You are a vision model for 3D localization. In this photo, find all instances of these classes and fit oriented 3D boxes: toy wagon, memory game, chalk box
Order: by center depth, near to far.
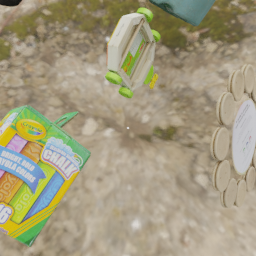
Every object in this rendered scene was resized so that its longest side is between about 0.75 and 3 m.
[{"bbox_3d":[1.271,0.105,3.129,0.103,1.612,1.612,7,61,40],"label":"memory game"},{"bbox_3d":[-1.315,0.397,3.705,1.069,1.077,1.725,41,68,-25],"label":"chalk box"},{"bbox_3d":[0.150,-1.160,4.847,0.324,1.638,1.271,22,81,24],"label":"toy wagon"}]

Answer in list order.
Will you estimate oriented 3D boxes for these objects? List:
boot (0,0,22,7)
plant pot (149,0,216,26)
[{"bbox_3d":[-2.984,-3.507,6.016,1.934,2.681,0.971,-26,84,23],"label":"boot"},{"bbox_3d":[1.176,-3.869,5.521,2.979,2.979,2.917,36,113,15],"label":"plant pot"}]
